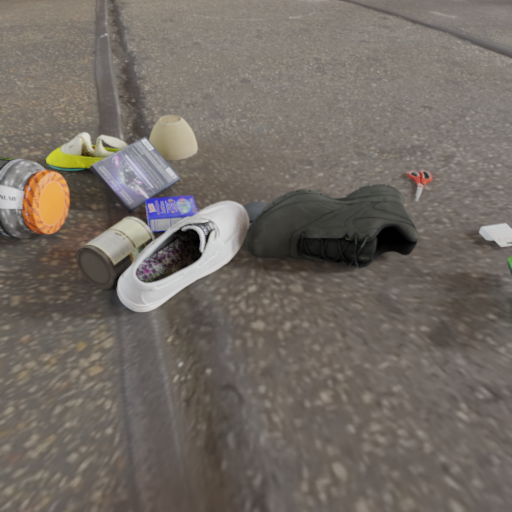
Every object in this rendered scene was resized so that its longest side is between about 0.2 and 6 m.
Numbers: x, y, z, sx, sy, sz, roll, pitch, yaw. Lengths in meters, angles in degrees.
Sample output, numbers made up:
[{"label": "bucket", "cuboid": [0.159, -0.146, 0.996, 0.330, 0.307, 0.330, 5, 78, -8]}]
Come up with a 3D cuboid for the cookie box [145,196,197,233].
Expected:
[{"label": "cookie box", "cuboid": [-1.734, -0.862, 11.446, 0.983, 0.369, 0.841, -5, 35, -12]}]

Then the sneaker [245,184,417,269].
[{"label": "sneaker", "cuboid": [1.433, -0.421, 10.202, 3.265, 1.240, 1.482, -12, 47, -10]}]

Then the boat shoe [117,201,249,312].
[{"label": "boat shoe", "cuboid": [-1.095, -0.202, 9.523, 2.944, 1.009, 1.060, -32, 81, -34]}]

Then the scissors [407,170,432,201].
[{"label": "scissors", "cuboid": [3.807, -1.614, 12.793, 0.556, 0.106, 1.519, 5, 33, 3]}]

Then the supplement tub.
[{"label": "supplement tub", "cuboid": [-5.072, -1.175, 10.897, 2.504, 1.534, 1.534, 8, 35, 13]}]

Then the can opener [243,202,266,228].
[{"label": "can opener", "cuboid": [-0.680, -0.694, 10.917, 1.841, 0.616, 0.491, -14, 47, -16]}]

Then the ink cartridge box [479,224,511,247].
[{"label": "ink cartridge box", "cuboid": [4.803, -0.357, 10.948, 0.563, 0.198, 0.693, -8, 43, -11]}]

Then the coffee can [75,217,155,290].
[{"label": "coffee can", "cuboid": [-2.455, -0.067, 9.885, 0.846, 0.846, 1.156, 18, 38, 24]}]

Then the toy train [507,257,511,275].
[{"label": "toy train", "cuboid": [4.517, 0.546, 9.003, 0.603, 0.446, 2.138, -24, 21, 23]}]

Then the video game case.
[{"label": "video game case", "cuboid": [-2.627, -1.815, 12.354, 1.258, 0.167, 1.761, 50, 46, -4]}]

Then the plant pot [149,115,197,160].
[{"label": "plant pot", "cuboid": [-2.151, -3.091, 14.300, 1.257, 0.844, 1.257, 0, 34, 0]}]

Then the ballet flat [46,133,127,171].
[{"label": "ballet flat", "cuboid": [-3.835, -2.452, 13.320, 2.674, 0.896, 0.893, 12, 36, 17]}]
